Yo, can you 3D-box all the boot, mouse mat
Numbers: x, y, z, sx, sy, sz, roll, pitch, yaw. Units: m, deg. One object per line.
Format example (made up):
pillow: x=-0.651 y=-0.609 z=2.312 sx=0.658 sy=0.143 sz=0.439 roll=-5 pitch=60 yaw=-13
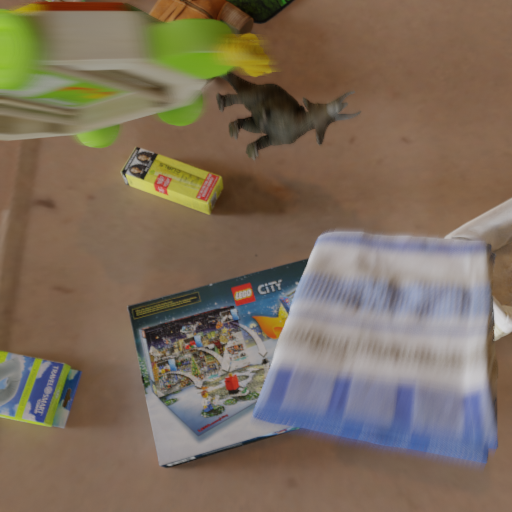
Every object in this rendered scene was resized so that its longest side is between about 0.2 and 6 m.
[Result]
boot: x=-1.277 y=-4.008 z=10.023 sx=1.688 sy=0.834 sz=2.174 roll=30 pitch=67 yaw=11
mouse mat: x=-0.222 y=-6.192 z=11.427 sx=3.251 sy=0.122 sz=2.616 roll=41 pitch=72 yaw=15

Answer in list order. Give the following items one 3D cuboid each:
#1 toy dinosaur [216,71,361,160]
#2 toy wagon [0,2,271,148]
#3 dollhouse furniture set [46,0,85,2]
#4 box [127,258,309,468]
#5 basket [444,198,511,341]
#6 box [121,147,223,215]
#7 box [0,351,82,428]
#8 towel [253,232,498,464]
toy dinosaur: x=0.174 y=-1.775 z=6.953 sx=1.051 sy=0.791 sz=2.054 roll=-22 pitch=40 yaw=-32
toy wagon: x=-1.768 y=-1.919 z=6.114 sx=3.986 sy=3.092 sz=0.789 roll=-9 pitch=93 yaw=23
dollhouse furniture set: x=-3.382 y=-5.741 z=11.094 sx=1.128 sy=0.871 sz=2.257 roll=32 pitch=89 yaw=6
box: x=0.030 y=1.360 z=7.758 sx=3.202 sy=0.603 sz=2.187 roll=-14 pitch=67 yaw=-6
basket: x=3.711 y=0.128 z=7.903 sx=2.202 sy=1.358 sz=1.492 roll=-26 pitch=68 yaw=-12
box: x=-1.347 y=-1.214 z=9.032 sx=1.545 sy=0.387 sz=0.581 roll=22 pitch=68 yaw=9
box: x=-3.225 y=1.818 z=7.715 sx=1.396 sy=0.333 sz=0.851 roll=10 pitch=67 yaw=5
towel: x=1.282 y=0.617 z=5.458 sx=2.023 sy=0.328 sz=2.755 roll=5 pitch=37 yaw=18
